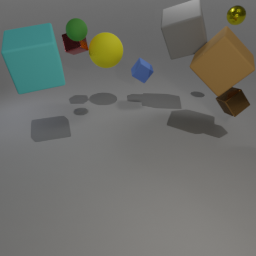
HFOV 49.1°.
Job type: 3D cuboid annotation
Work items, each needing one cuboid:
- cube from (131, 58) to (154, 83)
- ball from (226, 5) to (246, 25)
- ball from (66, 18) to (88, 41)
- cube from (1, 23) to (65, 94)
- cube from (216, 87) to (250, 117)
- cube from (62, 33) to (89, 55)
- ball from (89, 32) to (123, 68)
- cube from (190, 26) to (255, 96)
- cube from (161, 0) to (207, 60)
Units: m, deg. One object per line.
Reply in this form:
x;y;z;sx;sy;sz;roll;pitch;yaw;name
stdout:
0.624;-2.561;12.476;0.700;0.700;0.700;28;30;-22;cube
4.095;-4.260;10.599;0.700;0.700;0.700;0;30;0;ball
-1.656;-3.168;9.033;0.700;0.700;0.700;0;30;0;ball
-2.752;-2.062;8.276;1.400;1.400;1.400;-13;44;-8;cube
3.642;-0.919;9.753;0.700;0.700;0.700;-39;20;1;cube
-2.063;-3.345;10.975;0.700;0.700;0.700;-12;2;18;cube
-0.898;-3.154;11.411;1.400;1.400;1.400;0;30;0;ball
3.065;-2.171;9.103;1.400;1.400;1.400;44;36;-9;cube
2.093;-3.617;10.309;1.400;1.400;1.400;-10;45;20;cube
